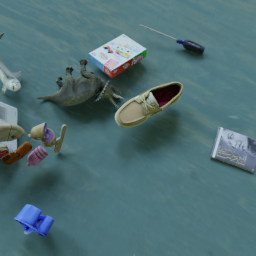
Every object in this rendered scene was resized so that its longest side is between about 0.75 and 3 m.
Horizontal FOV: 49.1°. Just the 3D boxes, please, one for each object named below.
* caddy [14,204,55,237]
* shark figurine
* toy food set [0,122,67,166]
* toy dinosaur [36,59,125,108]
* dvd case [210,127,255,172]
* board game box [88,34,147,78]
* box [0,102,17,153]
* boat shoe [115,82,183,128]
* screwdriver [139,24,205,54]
[{"bbox_3d":[-2.273,2.274,6.702,0.785,1.110,0.583,41,60,-19],"label":"caddy"},{"bbox_3d":[-3.601,-1.800,8.413,0.757,1.084,1.815,-26,87,-39],"label":"shark figurine"},{"bbox_3d":[-2.607,0.489,7.025,2.207,1.403,0.348,-6,43,-36],"label":"toy food set"},{"bbox_3d":[-1.480,-1.169,8.193,2.560,0.985,1.309,-12,58,-8],"label":"toy dinosaur"},{"bbox_3d":[3.079,0.603,8.000,1.268,0.101,0.943,20,75,6],"label":"dvd case"},{"bbox_3d":[-0.312,-2.255,8.639,1.447,0.292,1.107,-36,60,-23],"label":"board game box"},{"bbox_3d":[-3.786,-0.015,7.486,0.886,1.348,1.355,-14,70,22],"label":"box"},{"bbox_3d":[0.596,-0.719,7.696,2.117,0.703,0.783,-31,82,-15],"label":"boat shoe"},{"bbox_3d":[1.388,-2.851,9.018,2.243,0.313,0.326,17,107,1],"label":"screwdriver"}]
